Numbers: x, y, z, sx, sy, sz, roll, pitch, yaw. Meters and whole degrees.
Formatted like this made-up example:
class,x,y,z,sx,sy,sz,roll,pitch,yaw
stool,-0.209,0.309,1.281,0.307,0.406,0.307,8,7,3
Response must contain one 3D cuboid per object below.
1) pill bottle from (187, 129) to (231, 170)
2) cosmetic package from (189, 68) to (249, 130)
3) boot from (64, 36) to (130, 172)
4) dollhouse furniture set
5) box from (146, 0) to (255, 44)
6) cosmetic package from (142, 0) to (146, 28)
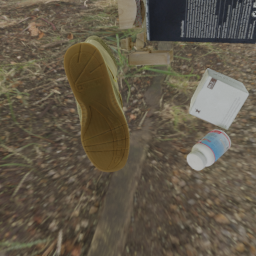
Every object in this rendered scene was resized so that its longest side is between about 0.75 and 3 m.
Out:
class,x,y,z,sx,sy,sz,roll,pitch,yaw
pill bottle,1.690,0.467,5.899,0.973,0.529,0.529,-33,53,-32
cosmetic package,2.103,-0.724,6.628,0.967,0.966,1.172,25,25,5
boot,-0.538,-0.575,5.808,0.922,2.533,1.969,-14,23,5
dollhouse furniture set,0.534,-2.628,6.673,1.032,2.114,1.803,3,21,16
box,1.622,-2.678,5.960,2.251,1.174,1.666,6,40,13
cosmetic package,0.824,-3.937,8.583,1.592,0.695,0.823,-34,59,1
